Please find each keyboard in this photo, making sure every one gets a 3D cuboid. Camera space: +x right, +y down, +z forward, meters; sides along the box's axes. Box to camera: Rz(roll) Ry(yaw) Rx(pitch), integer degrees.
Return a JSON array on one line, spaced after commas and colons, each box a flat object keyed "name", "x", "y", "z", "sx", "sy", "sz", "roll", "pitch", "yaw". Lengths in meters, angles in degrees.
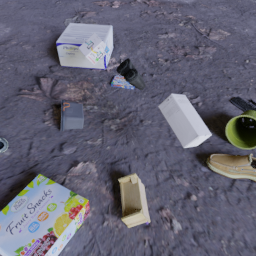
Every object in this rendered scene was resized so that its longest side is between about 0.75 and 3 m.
[{"name": "keyboard", "x": 5.657, "y": -1.022, "z": 12.959, "sx": 1.027, "sy": 0.166, "sz": 1.616, "roll": -22, "pitch": 47, "yaw": -23}]

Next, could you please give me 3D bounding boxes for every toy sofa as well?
[{"name": "toy sofa", "x": 0.174, "y": 2.321, "z": 8.924, "sx": 0.662, "sy": 0.780, "sz": 1.599, "roll": -22, "pitch": 41, "yaw": 12}]

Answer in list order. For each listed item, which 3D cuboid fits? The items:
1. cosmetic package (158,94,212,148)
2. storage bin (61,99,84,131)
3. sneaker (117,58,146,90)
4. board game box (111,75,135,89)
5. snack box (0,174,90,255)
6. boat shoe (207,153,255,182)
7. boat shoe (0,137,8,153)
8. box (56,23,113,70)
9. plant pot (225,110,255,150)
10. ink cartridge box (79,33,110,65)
[{"name": "cosmetic package", "x": 1.680, "y": -0.229, "z": 8.306, "sx": 0.829, "sy": 0.653, "sz": 1.540, "roll": -1, "pitch": 56, "yaw": -48}, {"name": "storage bin", "x": -2.385, "y": -0.582, "z": 11.937, "sx": 0.936, "sy": 1.014, "sz": 1.394, "roll": 1, "pitch": 40, "yaw": -15}, {"name": "sneaker", "x": 0.119, "y": -1.855, "z": 9.897, "sx": 0.643, "sy": 0.768, "sz": 1.692, "roll": -38, "pitch": 39, "yaw": 13}, {"name": "board game box", "x": -0.188, "y": -2.353, "z": 14.415, "sx": 1.186, "sy": 0.204, "sz": 0.803, "roll": 9, "pitch": 42, "yaw": 10}, {"name": "snack box", "x": -2.613, "y": 2.751, "z": 8.205, "sx": 2.006, "sy": 0.805, "sz": 2.379, "roll": 23, "pitch": 45, "yaw": 22}, {"name": "boat shoe", "x": 4.097, "y": 1.243, "z": 9.788, "sx": 2.532, "sy": 0.964, "sz": 0.907, "roll": 11, "pitch": 43, "yaw": 12}, {"name": "boat shoe", "x": -5.600, "y": 0.629, "z": 10.176, "sx": 2.318, "sy": 0.844, "sz": 0.716, "roll": 1, "pitch": -2, "yaw": -24}, {"name": "box", "x": -2.357, "y": -4.759, "z": 16.138, "sx": 2.630, "sy": 1.500, "sz": 2.859, "roll": 5, "pitch": 41, "yaw": 5}, {"name": "plant pot", "x": 4.788, "y": -0.076, "z": 11.166, "sx": 1.437, "sy": 1.437, "sz": 1.364, "roll": 22, "pitch": 33, "yaw": 23}, {"name": "ink cartridge box", "x": -1.533, "y": -3.577, "z": 12.722, "sx": 1.033, "sy": 0.758, "sz": 0.755, "roll": -42, "pitch": 60, "yaw": 7}]
